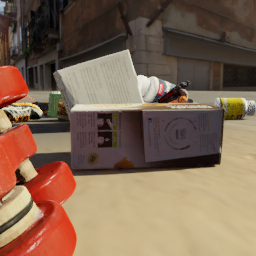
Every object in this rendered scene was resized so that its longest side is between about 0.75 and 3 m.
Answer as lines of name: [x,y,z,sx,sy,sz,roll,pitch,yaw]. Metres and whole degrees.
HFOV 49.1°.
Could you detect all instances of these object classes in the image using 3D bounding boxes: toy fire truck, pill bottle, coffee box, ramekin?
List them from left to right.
toy fire truck: [-1.866,0.616,2.460,2.396,1.600,2.853,-26,12,-5]
ramekin: [-2.809,-1.196,13.664,2.218,1.083,2.218,0,9,0]
coffee box: [0.307,0.079,5.862,2.853,1.137,1.632,-1,10,-6]
pill bottle: [1.114,-1.394,11.013,1.811,1.083,1.083,16,2,-27]
pill bottle: [4.647,-0.865,12.265,1.622,0.903,0.903,0,9,5]

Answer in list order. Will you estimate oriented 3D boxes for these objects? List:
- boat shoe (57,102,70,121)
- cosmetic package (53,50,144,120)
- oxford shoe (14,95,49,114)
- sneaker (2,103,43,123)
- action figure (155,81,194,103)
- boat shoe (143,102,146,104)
boat shoe: [-1.879,-0.762,11.584,2.256,0.833,0.854,-1,16,4]
cosmetic package: [-1.096,-1.368,10.044,2.497,2.089,2.077,-20,14,-14]
oxford shoe: [-4.742,-1.163,13.591,1.028,1.047,2.888,6,11,31]
sneaker: [-4.404,-0.542,11.044,2.065,0.797,0.808,8,-40,-29]
action figure: [1.281,-0.436,9.641,2.566,1.342,2.482,-35,1,17]
boat shoe: [0.497,-0.911,13.128,2.000,0.627,0.733,-8,-11,-34]
